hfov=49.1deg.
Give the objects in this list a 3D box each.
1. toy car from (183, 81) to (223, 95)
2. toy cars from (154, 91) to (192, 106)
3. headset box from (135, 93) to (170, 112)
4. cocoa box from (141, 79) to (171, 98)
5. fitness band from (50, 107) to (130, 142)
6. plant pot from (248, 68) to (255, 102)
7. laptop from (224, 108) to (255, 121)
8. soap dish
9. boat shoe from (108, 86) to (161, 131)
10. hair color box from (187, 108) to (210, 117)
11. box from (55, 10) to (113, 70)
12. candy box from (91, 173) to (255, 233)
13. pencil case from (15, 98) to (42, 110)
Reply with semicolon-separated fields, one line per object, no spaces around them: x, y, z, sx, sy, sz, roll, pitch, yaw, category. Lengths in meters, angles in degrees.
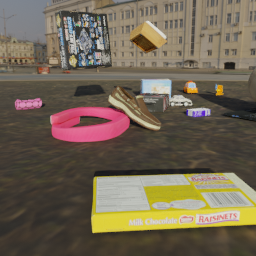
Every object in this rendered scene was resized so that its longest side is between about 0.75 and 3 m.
4.634;-2.523;17.398;2.391;0.796;1.173;2;14;12;toy car
1.810;-1.409;13.202;2.524;0.559;1.132;12;18;40;toy cars
1.016;-1.077;11.678;1.209;0.610;1.626;4;14;17;headset box
1.477;-2.093;15.041;1.545;1.031;1.014;0;13;-2;cocoa box
-1.036;-0.153;8.177;1.987;0.518;2.767;6;15;14;fitness band
5.295;-1.262;9.921;1.868;1.868;1.994;5;29;19;plant pot
5.380;-1.049;9.643;2.599;1.515;2.933;-9;16;-35;laptop
0.764;-3.623;11.366;1.159;0.599;1.474;35;-9;-20;soap dish
0.247;-0.643;8.270;1.873;0.693;0.692;34;16;17;boat shoe
2.616;-0.577;10.384;0.772;0.250;0.422;-8;15;-24;hair color box
-1.650;-3.340;10.781;2.089;2.104;0.523;-14;14;-37;box
0.629;0.956;3.813;2.208;0.292;1.128;-1;11;-5;candy box
-4.217;-1.034;11.830;1.052;0.477;0.493;-8;59;-40;pencil case
